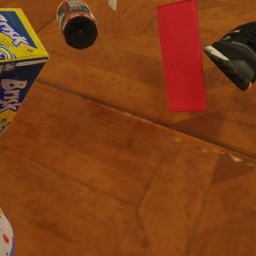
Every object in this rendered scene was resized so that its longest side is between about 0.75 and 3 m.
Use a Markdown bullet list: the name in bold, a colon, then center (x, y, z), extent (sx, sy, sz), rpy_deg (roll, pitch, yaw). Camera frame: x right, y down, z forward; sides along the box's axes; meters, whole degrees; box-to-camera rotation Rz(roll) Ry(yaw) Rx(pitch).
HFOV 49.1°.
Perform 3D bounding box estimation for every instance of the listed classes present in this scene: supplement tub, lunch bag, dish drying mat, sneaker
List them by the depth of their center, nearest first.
- **lunch bag**: center (-1.686, 0.980, 2.681), extent (0.844, 1.159, 1.364), rpy_deg (-17, 20, 5)
- **sneaker**: center (2.093, -1.521, 5.130), extent (0.964, 1.114, 2.545), rpy_deg (44, 23, -7)
- **supplement tub**: center (-1.014, -2.092, 5.437), extent (0.687, 0.687, 1.284), rpy_deg (-13, 44, -10)
- **dish drying mat**: center (1.194, -1.504, 6.183), extent (0.913, 2.378, 0.216), rpy_deg (0, 20, 31)

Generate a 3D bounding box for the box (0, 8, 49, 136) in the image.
- **box**: center (-2.321, -0.684, 4.642), extent (0.853, 2.652, 0.929), rpy_deg (-24, 80, -45)

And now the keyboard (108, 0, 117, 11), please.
- **keyboard**: center (-0.439, -4.713, 8.803), extent (0.100, 1.875, 0.528), rpy_deg (-13, 50, -20)
